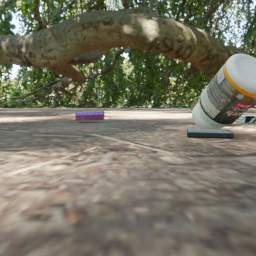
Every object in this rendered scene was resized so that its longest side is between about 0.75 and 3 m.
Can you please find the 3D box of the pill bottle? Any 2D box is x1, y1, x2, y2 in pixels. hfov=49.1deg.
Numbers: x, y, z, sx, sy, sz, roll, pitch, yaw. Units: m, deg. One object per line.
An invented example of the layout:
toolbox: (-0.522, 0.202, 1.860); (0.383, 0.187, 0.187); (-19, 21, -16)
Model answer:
pill bottle: (2.062, -0.639, 5.829); (0.962, 0.962, 1.654); (-2, -31, -20)

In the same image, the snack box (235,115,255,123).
snack box: (4.680, -0.329, 10.130); (1.488, 0.276, 0.865); (0, 5, -6)

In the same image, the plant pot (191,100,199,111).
plant pot: (2.842, -0.520, 9.199); (1.538, 0.211, 1.538); (-2, 37, 2)

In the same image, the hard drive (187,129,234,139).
hard drive: (1.681, 0.112, 5.829); (0.886, 0.146, 0.618); (1, 5, 11)

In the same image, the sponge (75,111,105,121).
sponge: (-1.397, -0.439, 10.275); (1.059, 0.158, 0.591); (-2, -20, -8)
